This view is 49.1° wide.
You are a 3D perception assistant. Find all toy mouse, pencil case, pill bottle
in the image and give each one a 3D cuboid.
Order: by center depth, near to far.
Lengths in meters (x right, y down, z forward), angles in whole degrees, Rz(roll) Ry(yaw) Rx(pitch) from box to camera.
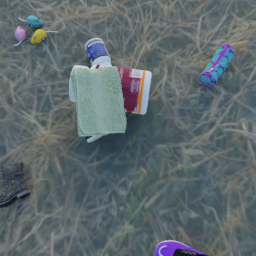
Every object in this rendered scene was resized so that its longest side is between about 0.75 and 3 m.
[{"bbox_3d":[-0.586,-1.361,9.644,2.624,1.498,1.498,8,71,3],"label":"pill bottle"},{"bbox_3d":[3.299,-2.318,10.378,0.680,0.738,1.598,28,71,21],"label":"pencil case"},{"bbox_3d":[-1.076,-2.643,10.483,0.746,0.746,1.290,-20,71,-7],"label":"pill bottle"},{"bbox_3d":[-3.990,-4.013,11.177,1.752,0.339,1.557,-35,74,-11],"label":"toy mouse"}]

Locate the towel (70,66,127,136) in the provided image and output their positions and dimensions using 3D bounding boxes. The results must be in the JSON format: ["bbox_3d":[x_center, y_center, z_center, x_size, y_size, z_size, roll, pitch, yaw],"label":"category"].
[{"bbox_3d":[-0.856,-0.820,8.513,1.571,0.386,2.117,-7,87,-16],"label":"towel"}]

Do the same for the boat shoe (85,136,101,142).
[{"bbox_3d":[-0.800,-0.091,9.695,1.574,0.565,0.532,-28,78,-7],"label":"boat shoe"}]

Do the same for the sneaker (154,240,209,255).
[{"bbox_3d":[1.793,3.791,8.117,2.012,1.001,0.700,15,72,4],"label":"sneaker"}]

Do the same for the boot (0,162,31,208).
[{"bbox_3d":[-3.926,1.843,9.114,1.403,0.486,1.221,-23,71,-17],"label":"boot"}]
